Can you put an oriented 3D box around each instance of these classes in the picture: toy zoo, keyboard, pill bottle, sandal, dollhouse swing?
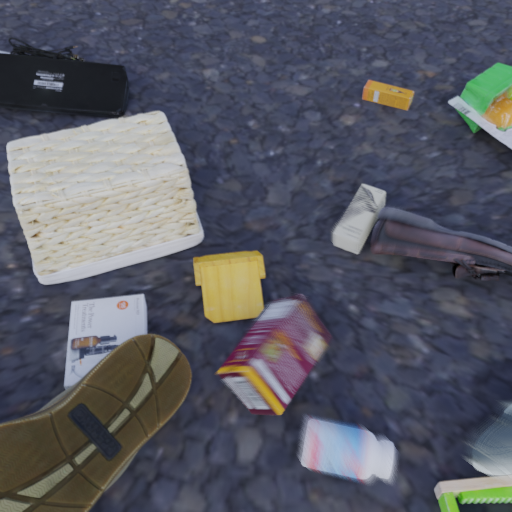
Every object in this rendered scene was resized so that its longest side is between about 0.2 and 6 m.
[{"bbox_3d":[2.784,3.262,5.258,1.535,0.239,2.339,-4,48,-3],"label":"toy zoo"},{"bbox_3d":[-3.956,-3.379,10.948,3.007,0.596,1.565,6,72,-4],"label":"keyboard"},{"bbox_3d":[0.987,2.122,6.088,0.936,0.509,0.509,10,49,8],"label":"pill bottle"},{"bbox_3d":[-2.039,2.027,5.885,1.312,0.882,3.268,52,50,1],"label":"sandal"},{"bbox_3d":[-0.360,0.417,7.833,0.943,0.829,0.857,-7,7,-6],"label":"dollhouse swing"}]

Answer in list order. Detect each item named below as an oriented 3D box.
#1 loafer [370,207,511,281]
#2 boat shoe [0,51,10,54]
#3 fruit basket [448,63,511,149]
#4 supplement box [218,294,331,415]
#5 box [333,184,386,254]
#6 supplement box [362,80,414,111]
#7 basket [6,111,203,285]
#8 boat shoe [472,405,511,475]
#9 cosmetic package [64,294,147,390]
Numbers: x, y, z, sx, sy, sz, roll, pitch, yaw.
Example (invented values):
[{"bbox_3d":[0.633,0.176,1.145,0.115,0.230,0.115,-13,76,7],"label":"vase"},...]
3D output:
[{"bbox_3d":[2.741,0.001,7.925,2.284,0.821,0.719,21,86,17],"label":"loafer"},{"bbox_3d":[-5.593,-3.640,11.204,1.906,0.701,0.636,-4,79,-8],"label":"boat shoe"},{"bbox_3d":[4.708,-2.510,10.120,1.846,0.934,1.993,-36,73,-27],"label":"fruit basket"},{"bbox_3d":[0.248,1.158,6.663,0.553,0.713,1.292,-16,25,49],"label":"supplement box"},{"bbox_3d":[1.552,-0.560,8.386,0.422,0.351,1.027,21,63,21],"label":"box"},{"bbox_3d":[2.556,-3.117,10.872,0.925,0.318,0.308,19,52,18],"label":"supplement box"},{"bbox_3d":[-2.168,-0.908,8.092,2.484,1.532,1.683,-15,51,-14],"label":"basket"},{"bbox_3d":[3.002,1.702,6.155,1.931,0.596,0.703,-22,10,-28],"label":"boat shoe"},{"bbox_3d":[-1.876,1.112,7.117,0.961,0.329,1.275,-5,48,-8],"label":"cosmetic package"}]
